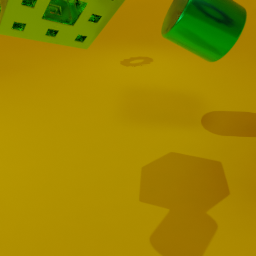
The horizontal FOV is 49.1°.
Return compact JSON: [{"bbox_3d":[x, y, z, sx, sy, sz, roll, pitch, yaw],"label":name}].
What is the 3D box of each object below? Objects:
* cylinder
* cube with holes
[{"bbox_3d":[1.457,-2.088,5.522,1.194,1.194,1.194,23,31,-15],"label":"cylinder"},{"bbox_3d":[-0.798,-1.738,3.104,1.107,1.107,1.107,-1,69,-37],"label":"cube with holes"}]
